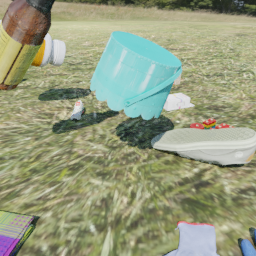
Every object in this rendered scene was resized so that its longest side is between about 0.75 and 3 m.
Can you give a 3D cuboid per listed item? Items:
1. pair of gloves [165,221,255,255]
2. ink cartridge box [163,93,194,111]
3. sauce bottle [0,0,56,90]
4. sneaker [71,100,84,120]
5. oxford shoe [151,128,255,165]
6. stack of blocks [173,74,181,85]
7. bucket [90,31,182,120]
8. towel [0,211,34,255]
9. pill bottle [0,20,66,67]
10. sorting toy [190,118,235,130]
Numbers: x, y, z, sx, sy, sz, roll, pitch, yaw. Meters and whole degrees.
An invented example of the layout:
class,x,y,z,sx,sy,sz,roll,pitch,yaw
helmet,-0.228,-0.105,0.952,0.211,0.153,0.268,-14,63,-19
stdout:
class,x,y,z,sx,sy,sz,roll,pitch,yaw
pair of gloves,1.582,2.120,3.855,2.689,0.306,2.162,6,26,10
ink cartridge box,1.802,-0.986,10.264,1.154,0.389,0.672,-10,27,-20
sauce bottle,-1.822,-1.645,4.877,0.777,2.353,0.777,29,38,-26
sneaker,-1.712,-0.612,9.385,0.351,0.467,0.998,2,25,3
oxford shoe,1.762,0.479,6.866,2.688,0.776,1.011,0,28,36
stack of blocks,1.794,-2.609,13.452,1.119,0.569,1.944,-9,27,-18
bucket,0.168,-1.056,5.446,1.682,1.094,1.682,19,30,-12
towel,-2.599,2.023,4.124,1.590,0.252,2.214,5,25,11
pill bottle,-2.957,-2.441,8.450,1.953,1.085,1.085,6,19,-33
sorting toy,2.338,0.122,7.926,1.126,0.394,1.133,-19,32,-34
